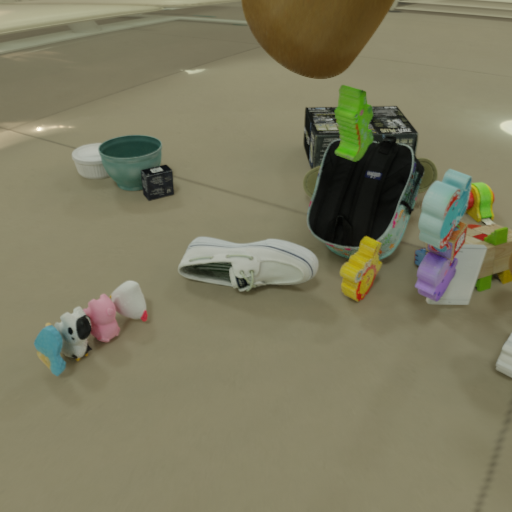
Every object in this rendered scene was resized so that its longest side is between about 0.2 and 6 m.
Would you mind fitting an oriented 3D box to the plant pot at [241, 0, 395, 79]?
[{"bbox_3d":[0.970,-3.179,6.189,1.670,1.670,1.792,-24,-3,-32],"label":"plant pot"}]

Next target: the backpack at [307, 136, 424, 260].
[{"bbox_3d":[2.095,-1.013,10.968,1.969,1.670,2.219,13,75,31],"label":"backpack"}]

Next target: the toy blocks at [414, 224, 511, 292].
[{"bbox_3d":[3.934,-0.162,10.665,2.237,1.118,1.529,-14,24,-22],"label":"toy blocks"}]

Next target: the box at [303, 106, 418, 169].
[{"bbox_3d":[2.682,-3.099,14.898,2.620,1.128,2.146,-2,33,-3],"label":"box"}]

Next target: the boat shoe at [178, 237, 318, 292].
[{"bbox_3d":[-0.192,0.279,10.093,2.587,0.951,0.864,3,42,27],"label":"boat shoe"}]

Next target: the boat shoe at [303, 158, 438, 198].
[{"bbox_3d":[2.589,-1.665,12.912,2.959,1.106,1.012,-2,4,10],"label":"boat shoe"}]

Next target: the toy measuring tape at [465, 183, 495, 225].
[{"bbox_3d":[5.023,-1.081,12.202,0.752,0.752,2.045,-8,34,-12],"label":"toy measuring tape"}]

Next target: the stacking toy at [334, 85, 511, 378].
[{"bbox_3d":[2.541,-0.171,7.868,3.116,4.132,0.971,27,62,31],"label":"stacking toy"}]

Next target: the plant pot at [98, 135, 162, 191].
[{"bbox_3d":[-3.001,-2.210,13.654,1.505,1.008,1.505,-1,33,1],"label":"plant pot"}]

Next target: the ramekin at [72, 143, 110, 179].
[{"bbox_3d":[-4.078,-2.415,14.376,1.212,0.564,1.212,0,32,0],"label":"ramekin"}]

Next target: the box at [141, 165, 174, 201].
[{"bbox_3d":[-2.327,-1.726,13.210,0.661,0.672,0.394,-17,39,-26],"label":"box"}]

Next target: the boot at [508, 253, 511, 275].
[{"bbox_3d":[5.291,0.680,8.539,2.589,0.942,2.012,34,15,37],"label":"boot"}]

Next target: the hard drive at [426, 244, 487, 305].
[{"bbox_3d":[3.334,0.323,9.361,0.740,1.123,0.150,2,30,-6],"label":"hard drive"}]

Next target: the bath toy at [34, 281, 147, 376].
[{"bbox_3d":[-2.490,1.098,8.860,0.716,0.842,1.936,50,45,6],"label":"bath toy"}]
